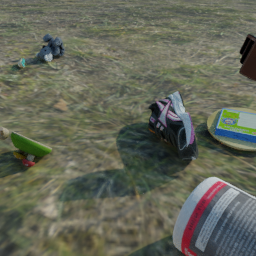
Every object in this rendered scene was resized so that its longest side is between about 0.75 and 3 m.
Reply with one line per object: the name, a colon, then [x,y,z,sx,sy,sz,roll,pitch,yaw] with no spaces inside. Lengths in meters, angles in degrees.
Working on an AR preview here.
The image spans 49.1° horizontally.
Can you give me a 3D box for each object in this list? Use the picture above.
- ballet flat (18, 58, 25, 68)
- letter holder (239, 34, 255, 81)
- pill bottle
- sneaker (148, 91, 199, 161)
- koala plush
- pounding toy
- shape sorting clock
ballet flat: [-4.493,-2.693,11.785,0.281,0.281,0.810,-7,31,-11]
letter holder: [3.080,-1.453,6.216,1.166,0.829,0.586,17,28,-5]
pill bottle: [1.855,1.716,3.732,2.289,1.267,1.267,27,41,37]
sneaker: [1.056,0.013,7.036,1.050,0.977,2.433,-17,29,8]
koala plush: [-3.481,-3.409,12.464,0.994,1.030,1.121,25,61,28]
pounding toy: [-2.411,0.475,6.316,1.251,0.581,0.966,27,-11,-22]
shape sorting clock: [3.001,-0.005,7.342,1.815,0.356,1.815,-1,33,0]
